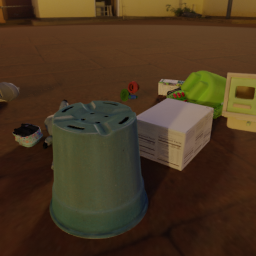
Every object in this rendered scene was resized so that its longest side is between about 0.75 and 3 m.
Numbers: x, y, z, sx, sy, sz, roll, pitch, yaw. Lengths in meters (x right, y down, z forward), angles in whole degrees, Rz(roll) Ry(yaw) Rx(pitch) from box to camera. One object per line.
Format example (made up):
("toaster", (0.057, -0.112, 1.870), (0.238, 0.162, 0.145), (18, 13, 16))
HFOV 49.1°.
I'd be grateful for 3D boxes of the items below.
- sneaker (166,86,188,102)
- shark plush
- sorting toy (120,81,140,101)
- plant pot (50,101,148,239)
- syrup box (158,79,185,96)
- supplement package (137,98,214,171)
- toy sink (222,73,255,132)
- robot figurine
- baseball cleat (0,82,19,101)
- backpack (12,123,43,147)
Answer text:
("sneaker", (2.938, -1.675, 13.159), (2.439, 0.936, 1.022), (-6, 30, -15))
("shark plush", (-2.274, 0.427, 9.403), (1.228, 1.339, 2.948), (-20, 48, 3))
("sorting toy", (0.166, -1.575, 12.465), (0.465, 1.132, 0.680), (-4, 63, -41))
("plant pot", (-0.702, 0.763, 6.428), (2.413, 2.364, 2.413), (0, 27, 0))
("syrup box", (2.429, -1.992, 14.085), (1.700, 0.692, 0.669), (8, 28, 19))
("supplement package", (1.481, 0.071, 9.108), (1.778, 1.266, 2.283), (17, 30, 31))
("toy sink", (3.284, -0.674, 7.781), (1.075, 1.650, 0.924), (12, 15, 32))
("robot figurine", (3.459, -1.528, 11.790), (2.565, 1.484, 2.251), (7, 40, -37))
("baseball cleat", (-6.432, -1.466, 12.928), (2.789, 0.973, 1.485), (0, 30, 22))
("backpack", (-3.328, 0.247, 9.427), (0.868, 0.654, 0.771), (7, 35, 34))
